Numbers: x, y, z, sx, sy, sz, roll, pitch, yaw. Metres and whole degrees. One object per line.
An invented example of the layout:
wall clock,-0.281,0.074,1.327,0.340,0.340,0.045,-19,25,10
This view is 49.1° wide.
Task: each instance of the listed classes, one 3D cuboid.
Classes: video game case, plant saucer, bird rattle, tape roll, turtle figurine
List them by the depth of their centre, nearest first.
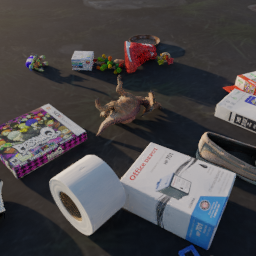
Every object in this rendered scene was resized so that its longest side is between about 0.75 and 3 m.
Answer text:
tape roll,-0.909,1.476,6.292,1.480,1.480,1.016,30,47,33
video game case,-2.870,0.269,8.672,2.402,0.430,2.177,-31,47,-33
turtle figurine,-3.933,-2.932,12.566,0.687,0.955,0.926,41,40,-3
bird rattle,1.739,-3.193,12.935,0.752,0.613,0.424,-3,51,3
plant saucer,0.877,-4.587,14.975,1.649,0.284,1.649,-1,38,0

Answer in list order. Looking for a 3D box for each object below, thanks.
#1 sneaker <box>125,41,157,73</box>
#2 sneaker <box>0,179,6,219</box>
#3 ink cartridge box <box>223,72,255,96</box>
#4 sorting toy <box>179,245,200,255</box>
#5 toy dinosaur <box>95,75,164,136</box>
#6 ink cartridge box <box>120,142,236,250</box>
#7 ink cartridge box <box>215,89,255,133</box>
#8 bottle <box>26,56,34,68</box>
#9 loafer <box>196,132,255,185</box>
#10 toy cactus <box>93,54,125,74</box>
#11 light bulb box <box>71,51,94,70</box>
sneaker,0.622,-3.358,12.830,1.537,1.042,2.660,-2,39,-1
sneaker,-3.181,1.856,6.686,0.583,0.537,1.457,8,41,-12
ink cartridge box,4.911,-1.737,11.166,1.918,0.483,1.045,-14,40,-19
sorting toy,1.601,3.118,5.205,1.082,0.262,1.921,-30,47,-27
toy dinosaur,0.040,-0.641,9.365,1.792,1.135,2.644,26,51,17
ink cartridge box,1.151,1.492,6.687,2.271,0.975,1.663,21,43,23
ink cartridge box,4.591,-0.355,9.364,2.944,0.577,1.464,28,46,33
bottle,-4.535,-3.107,13.082,0.366,0.286,0.876,-7,39,-6
loafer,3.285,0.847,7.562,2.812,0.884,1.011,15,41,18
toy cactus,-0.703,-2.948,12.635,1.567,0.801,1.293,23,34,39
light bulb box,-2.057,-3.088,12.828,0.895,0.564,0.903,2,39,2
